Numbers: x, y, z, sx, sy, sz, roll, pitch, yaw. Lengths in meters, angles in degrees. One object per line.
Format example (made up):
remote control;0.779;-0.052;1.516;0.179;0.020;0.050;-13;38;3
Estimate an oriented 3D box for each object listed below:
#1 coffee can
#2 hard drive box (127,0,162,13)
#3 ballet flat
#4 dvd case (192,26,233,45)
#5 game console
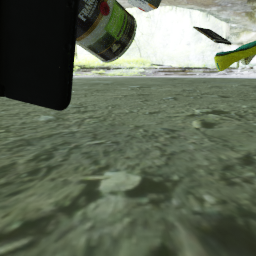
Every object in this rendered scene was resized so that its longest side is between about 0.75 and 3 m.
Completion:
coffee can;-1.226;-3.441;8.631;1.890;1.890;2.583;12;-9;44
hard drive box;0.597;-4.651;10.185;0.874;0.431;1.121;20;6;-22
ballet flat;3.400;-2.166;8.502;1.931;0.647;0.645;-22;18;-22
dvd case;1.886;-2.063;6.253;0.584;0.063;0.786;-5;42;-34
game console;-1.758;-1.995;5.476;1.656;2.846;2.503;6;14;-9
